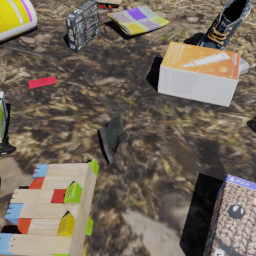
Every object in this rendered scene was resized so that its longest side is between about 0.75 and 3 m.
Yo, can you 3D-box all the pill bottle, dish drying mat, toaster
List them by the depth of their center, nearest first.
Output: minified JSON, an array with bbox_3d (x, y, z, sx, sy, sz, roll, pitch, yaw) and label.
[{"bbox_3d":[-3.160,-1.685,10.373,1.003,0.091,0.385,-14,52,-13],"label":"dish drying mat"},{"bbox_3d":[4.270,-2.333,10.712,0.492,0.432,0.761,-23,54,-13],"label":"toaster"},{"bbox_3d":[-5.499,-4.463,11.782,2.978,1.552,1.552,-35,58,-27],"label":"pill bottle"}]

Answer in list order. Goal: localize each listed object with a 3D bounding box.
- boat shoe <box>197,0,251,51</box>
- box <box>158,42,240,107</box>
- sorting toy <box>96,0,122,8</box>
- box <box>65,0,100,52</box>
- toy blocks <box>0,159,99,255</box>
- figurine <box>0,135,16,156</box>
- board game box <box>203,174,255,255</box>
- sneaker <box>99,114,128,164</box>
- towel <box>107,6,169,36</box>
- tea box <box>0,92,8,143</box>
[{"bbox_3d":[3.264,-3.431,10.018,1.007,2.845,1.291,37,23,11],"label":"boat shoe"},{"bbox_3d":[2.465,-1.911,9.810,2.497,1.217,1.553,13,50,11],"label":"box"},{"bbox_3d":[-0.907,-6.614,14.366,1.340,0.469,1.348,9,50,7],"label":"sorting toy"},{"bbox_3d":[-1.840,-4.286,11.711,0.396,1.456,1.818,22,54,18],"label":"box"},{"bbox_3d":[-1.914,1.921,6.620,1.899,1.388,2.778,-3,51,13],"label":"toy blocks"},{"bbox_3d":[-4.686,0.273,8.269,2.134,0.941,2.187,-19,51,-26],"label":"figurine"},{"bbox_3d":[2.735,2.424,6.178,1.733,1.053,2.174,17,52,14],"label":"board game box"},{"bbox_3d":[-0.370,0.303,8.390,0.836,0.481,1.603,-15,47,-6],"label":"sneaker"},{"bbox_3d":[0.475,-4.922,12.699,2.461,0.280,1.767,-23,57,-29],"label":"towel"},{"bbox_3d":[-4.200,-0.308,7.808,1.353,0.904,1.331,-2,42,-15],"label":"tea box"}]
